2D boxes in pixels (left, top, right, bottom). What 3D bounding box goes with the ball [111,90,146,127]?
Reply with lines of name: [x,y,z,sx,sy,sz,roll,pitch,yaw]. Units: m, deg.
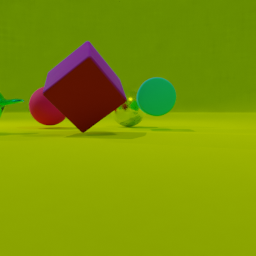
ball: [0.011,-0.609,8.736,1.142,1.142,1.142,0,3,0]

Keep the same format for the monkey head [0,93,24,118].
monkey head: [-3.290,-0.503,5.920,1.943,1.171,1.398,15,-4,-21]

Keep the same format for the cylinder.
cylinder: [0.727,-0.810,7.480,0.976,0.976,0.976,0,4,0]

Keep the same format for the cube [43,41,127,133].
cube: [-0.925,-0.906,6.081,1.221,1.221,1.221,-35,30,11]

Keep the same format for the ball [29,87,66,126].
ball: [-2.293,-0.643,8.207,1.156,1.156,1.156,0,3,0]
